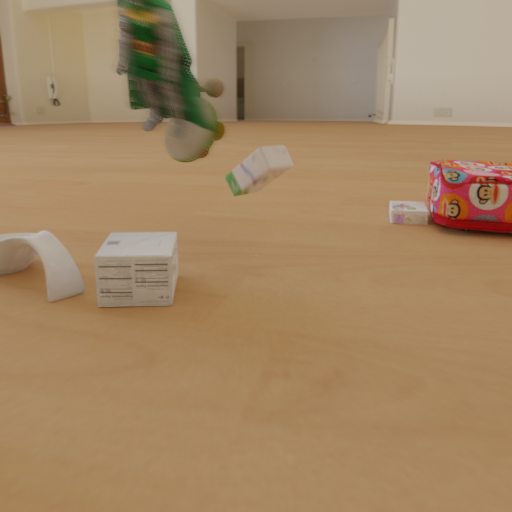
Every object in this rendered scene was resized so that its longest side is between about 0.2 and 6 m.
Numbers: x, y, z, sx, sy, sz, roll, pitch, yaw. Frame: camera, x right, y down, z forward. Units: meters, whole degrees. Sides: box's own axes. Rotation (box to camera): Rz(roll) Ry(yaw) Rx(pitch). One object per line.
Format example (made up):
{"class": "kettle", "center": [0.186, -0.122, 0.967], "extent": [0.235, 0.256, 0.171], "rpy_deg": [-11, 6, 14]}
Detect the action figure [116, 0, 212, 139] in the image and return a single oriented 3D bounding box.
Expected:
{"class": "action figure", "center": [-1.610, -3.069, 8.730], "extent": [1.605, 2.717, 0.743], "rpy_deg": [14, 56, 13]}

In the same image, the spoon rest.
{"class": "spoon rest", "center": [-3.466, -0.054, 8.241], "extent": [2.622, 0.795, 1.303], "rpy_deg": [15, 23, 39]}

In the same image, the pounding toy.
{"class": "pounding toy", "center": [-1.011, -2.418, 10.493], "extent": [1.222, 1.584, 0.735], "rpy_deg": [-3, -14, 38]}

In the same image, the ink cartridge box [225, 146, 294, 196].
{"class": "ink cartridge box", "center": [0.044, -1.165, 7.677], "extent": [0.775, 0.326, 0.561], "rpy_deg": [-32, -10, 41]}

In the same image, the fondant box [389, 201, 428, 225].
{"class": "fondant box", "center": [3.236, -0.928, 11.936], "extent": [0.751, 0.303, 1.040], "rpy_deg": [3, 16, 11]}

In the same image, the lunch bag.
{"class": "lunch bag", "center": [4.965, -1.302, 11.534], "extent": [2.651, 1.233, 3.010], "rpy_deg": [4, 17, 12]}

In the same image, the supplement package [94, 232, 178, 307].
{"class": "supplement package", "center": [-1.598, 0.152, 7.682], "extent": [0.978, 0.696, 1.255], "rpy_deg": [-1, 16, -4]}
